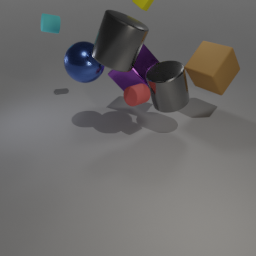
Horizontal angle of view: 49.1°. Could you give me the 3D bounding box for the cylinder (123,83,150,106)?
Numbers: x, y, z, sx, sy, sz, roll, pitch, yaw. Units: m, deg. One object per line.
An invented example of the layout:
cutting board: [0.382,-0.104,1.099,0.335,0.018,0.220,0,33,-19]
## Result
cylinder: [0.319,-1.179,9.942,0.700,0.700,0.700,26,33,37]

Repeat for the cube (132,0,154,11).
cube: [0.769,-6.395,14.009,0.700,0.700,0.700,43,27,10]

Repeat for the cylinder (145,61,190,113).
cylinder: [1.470,-1.521,10.303,1.400,1.400,1.400,-12,40,10]

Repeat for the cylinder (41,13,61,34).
cylinder: [-3.202,-4.309,11.569,0.700,0.700,0.700,1,28,-25]

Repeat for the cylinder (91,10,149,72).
cylinder: [-0.264,-2.660,8.604,1.400,1.400,1.400,19,29,-11]

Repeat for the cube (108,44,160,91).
cube: [0.308,-2.391,11.630,1.400,1.400,1.400,-23,27,53]

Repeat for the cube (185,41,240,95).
cube: [3.414,-2.417,11.314,1.400,1.400,1.400,32,84,41]

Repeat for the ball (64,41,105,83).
ball: [-1.497,-2.258,9.654,1.400,1.400,1.400,0,30,0]
